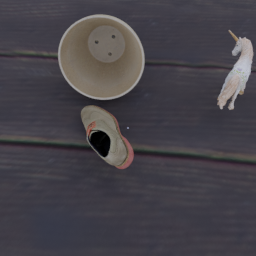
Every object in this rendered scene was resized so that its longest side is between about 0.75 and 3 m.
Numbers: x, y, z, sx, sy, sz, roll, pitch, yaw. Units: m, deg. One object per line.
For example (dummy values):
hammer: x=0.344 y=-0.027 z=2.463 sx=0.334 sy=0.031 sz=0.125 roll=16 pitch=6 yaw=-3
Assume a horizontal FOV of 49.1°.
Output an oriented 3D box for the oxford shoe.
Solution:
oxford shoe: x=-0.787 y=0.046 z=7.865 sx=0.898 sy=0.953 sz=2.548 roll=-52 pitch=49 yaw=10

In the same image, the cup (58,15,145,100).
cup: x=-0.755 y=-2.433 z=8.892 sx=2.524 sy=2.524 sz=1.805 roll=1 pitch=34 yaw=1

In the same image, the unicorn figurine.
unicorn figurine: x=3.363 y=-1.691 z=8.616 sx=0.910 sy=1.692 sz=2.463 roll=11 pitch=40 yaw=9
